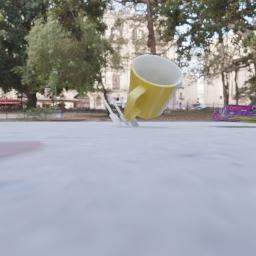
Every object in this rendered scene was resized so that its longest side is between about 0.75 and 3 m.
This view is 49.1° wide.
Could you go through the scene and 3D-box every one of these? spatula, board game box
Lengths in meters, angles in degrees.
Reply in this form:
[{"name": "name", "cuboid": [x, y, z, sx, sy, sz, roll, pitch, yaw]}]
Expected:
[{"name": "spatula", "cuboid": [-0.311, -0.600, 9.222, 1.027, 1.477, 0.119, -6, -37, -39]}, {"name": "board game box", "cuboid": [3.666, -0.411, 8.906, 1.530, 0.412, 2.549, 0, -2, 6]}]

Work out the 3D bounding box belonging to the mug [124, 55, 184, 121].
[{"name": "mug", "cuboid": [0.507, -1.091, 8.346, 1.911, 1.569, 1.531, -11, 51, -26]}]
